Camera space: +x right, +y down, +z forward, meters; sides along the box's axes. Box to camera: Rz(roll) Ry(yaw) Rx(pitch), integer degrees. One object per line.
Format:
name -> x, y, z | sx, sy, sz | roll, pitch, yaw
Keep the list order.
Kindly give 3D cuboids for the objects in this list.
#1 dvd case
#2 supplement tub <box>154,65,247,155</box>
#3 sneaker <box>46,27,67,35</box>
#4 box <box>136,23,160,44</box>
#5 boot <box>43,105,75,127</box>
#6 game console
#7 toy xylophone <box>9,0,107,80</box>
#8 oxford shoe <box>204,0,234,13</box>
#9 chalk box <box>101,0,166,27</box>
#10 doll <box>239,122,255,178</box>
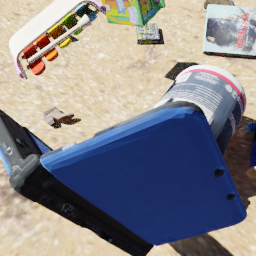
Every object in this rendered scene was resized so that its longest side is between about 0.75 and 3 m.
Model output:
dvd case -> 3.963, -3.431, 9.932 | 2.431, 0.268, 1.774 | 7, 87, 4
supplement tub -> 1.498, -0.021, 6.816 | 1.978, 1.978, 2.818 | 27, 57, 19
sneaker -> -2.931, -3.791, 10.583 | 1.514, 0.594, 0.499 | 22, 58, 18
box -> 0.736, -3.590, 10.644 | 0.836, 0.231, 1.044 | -2, 53, -1
boot -> -2.062, -0.413, 8.167 | 0.851, 0.299, 0.622 | -23, 58, -14
game console -> -0.087, 0.557, 3.790 | 1.664, 2.812, 2.400 | -44, 44, -7
toy xylophone -> -1.470, -1.872, 5.636 | 2.312, 0.581, 1.693 | -33, 47, 6
oxford shoe -> 3.584, -4.710, 11.162 | 1.054, 0.907, 2.497 | -4, 43, 4
chalk box -> 0.212, -3.422, 7.481 | 1.618, 1.010, 1.003 | 19, 56, 33
doll -> 3.719, 0.338, 7.442 | 1.534, 0.545, 2.248 | 19, 55, 17
